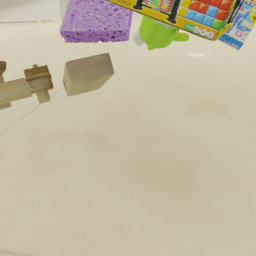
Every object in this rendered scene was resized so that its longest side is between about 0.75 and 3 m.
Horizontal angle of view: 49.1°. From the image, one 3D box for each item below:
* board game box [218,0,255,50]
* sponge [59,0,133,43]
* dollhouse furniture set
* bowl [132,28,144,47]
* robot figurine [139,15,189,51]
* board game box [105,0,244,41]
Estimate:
[{"bbox_3d":[2.503,-2.878,6.958,1.401,1.372,0.392,30,-8,5],"label":"board game box"},{"bbox_3d":[-0.590,-3.128,6.657,1.503,0.402,2.694,2,61,9],"label":"sponge"},{"bbox_3d":[-1.849,-1.630,5.505,2.508,2.043,2.385,-16,3,-14],"label":"dollhouse furniture set"},{"bbox_3d":[0.594,-4.241,12.730,0.350,0.936,0.938,47,8,14],"label":"bowl"},{"bbox_3d":[1.262,-3.967,10.325,1.460,2.523,2.214,-28,78,-21],"label":"robot figurine"},{"bbox_3d":[0.420,-1.844,3.483,2.015,0.691,2.437,27,29,11],"label":"board game box"}]
